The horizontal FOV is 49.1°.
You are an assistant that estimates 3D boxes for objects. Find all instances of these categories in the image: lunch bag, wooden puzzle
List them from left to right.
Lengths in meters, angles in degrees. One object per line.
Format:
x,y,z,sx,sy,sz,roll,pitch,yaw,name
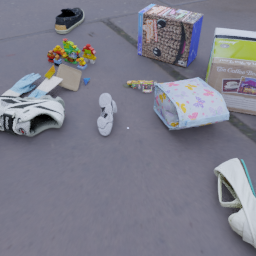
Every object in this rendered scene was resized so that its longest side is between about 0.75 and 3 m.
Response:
-2.126,-1.778,9.918,1.448,0.169,0.977,24,55,-14,wooden puzzle
1.778,-0.601,8.222,1.580,1.185,1.864,-12,34,-15,lunch bag

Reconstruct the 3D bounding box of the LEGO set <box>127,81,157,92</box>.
0.481,-1.455,9.846,1.093,0.407,0.503,2,7,9,LEGO set

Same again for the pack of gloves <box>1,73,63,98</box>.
-3.303,-1.128,9.456,1.580,0.371,1.881,19,55,26,pack of gloves

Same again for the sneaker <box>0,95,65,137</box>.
-3.151,-0.272,7.955,2.692,0.997,1.191,-9,40,-9,sneaker

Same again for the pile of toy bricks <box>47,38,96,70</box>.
-2.322,-3.048,11.054,1.964,0.969,1.089,19,45,20,pile of toy bricks

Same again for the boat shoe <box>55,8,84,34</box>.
-2.891,-5.575,13.988,0.981,0.819,2.630,8,41,12,boat shoe

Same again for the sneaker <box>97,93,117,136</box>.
-0.586,-0.376,8.351,0.465,0.711,1.237,-1,85,13,sneaker

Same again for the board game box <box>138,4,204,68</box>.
1.618,-3.678,11.131,2.253,1.796,1.091,22,46,23,board game box

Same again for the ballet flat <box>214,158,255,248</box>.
2.463,1.718,6.008,0.893,0.893,2.572,-1,38,-1,ballet flat

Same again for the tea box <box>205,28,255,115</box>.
3.948,-1.866,9.172,2.577,1.722,2.535,11,43,12,tea box
